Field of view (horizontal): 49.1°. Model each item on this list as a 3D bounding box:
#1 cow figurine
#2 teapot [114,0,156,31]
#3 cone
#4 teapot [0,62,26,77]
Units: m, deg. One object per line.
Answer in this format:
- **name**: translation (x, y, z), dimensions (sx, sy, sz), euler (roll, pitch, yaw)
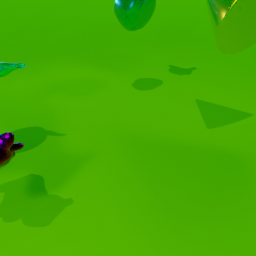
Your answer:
- **cow figurine**: translation (-2.041, -0.048, 3.160), dimensions (1.469, 1.492, 0.819), euler (-5, -20, -43)
- **teapot**: translation (0.133, -3.353, 7.755), dimensions (0.990, 2.022, 1.257), euler (37, 83, 14)
- **cone**: translation (1.868, -2.569, 5.349), dimensions (1.619, 1.619, 1.625), euler (-17, 57, -28)
- **teapot**: translation (-2.801, -1.008, 4.841), dimensions (1.889, 1.174, 0.925), euler (-10, 6, -30)
